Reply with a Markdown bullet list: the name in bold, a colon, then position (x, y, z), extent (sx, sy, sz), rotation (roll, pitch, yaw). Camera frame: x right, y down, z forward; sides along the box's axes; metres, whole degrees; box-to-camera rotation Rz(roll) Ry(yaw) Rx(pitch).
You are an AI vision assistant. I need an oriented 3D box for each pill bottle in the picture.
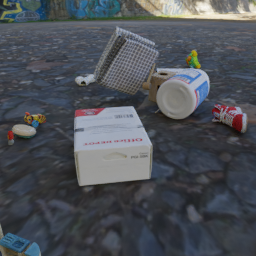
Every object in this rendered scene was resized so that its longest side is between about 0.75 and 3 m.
- **pill bottle**: position (2.298, -1.469, 10.949), extent (1.507, 1.507, 2.685), rotation (14, 29, 27)

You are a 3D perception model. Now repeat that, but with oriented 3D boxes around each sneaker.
- **sneaker**: position (-2.027, -2.343, 14.081), extent (1.198, 0.448, 0.597), rotation (-17, 47, -28)
- **sneaker**: position (3.436, -0.346, 9.603), extent (1.010, 0.640, 1.796), rotation (8, 19, 7)

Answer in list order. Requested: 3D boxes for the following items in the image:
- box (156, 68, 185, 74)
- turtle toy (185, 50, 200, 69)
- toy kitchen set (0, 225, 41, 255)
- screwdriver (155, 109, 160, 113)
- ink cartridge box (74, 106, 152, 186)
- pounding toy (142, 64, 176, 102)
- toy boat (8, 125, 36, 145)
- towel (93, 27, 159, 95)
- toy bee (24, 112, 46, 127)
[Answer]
- **box**: position (2.379, -2.590, 14.472), extent (1.750, 0.441, 2.425), rotation (1, 25, 2)
- **turtle toy**: position (3.938, -4.181, 17.254), extent (0.715, 1.031, 1.414), rotation (-18, 23, 12)
- **toy kitchen set**: position (-2.146, 2.096, 4.486), extent (1.259, 0.741, 1.008), rotation (10, 28, 20)
- **screwdriver**: position (1.437, -0.869, 11.175), extent (0.250, 0.240, 1.721), rotation (38, 35, 4)
- **ink cartridge box**: position (-0.510, 0.371, 7.664), extent (1.842, 1.040, 2.510), rotation (-4, 26, -8)
- **pounding toy**: position (1.340, -1.835, 11.551), extent (0.818, 1.571, 1.789), rotation (18, 31, 26)
- **toy boat**: position (-3.429, 0.205, 8.821), extent (0.785, 0.434, 0.934), rotation (15, 22, 19)
- **towel**: position (-0.043, -2.485, 10.924), extent (1.892, 2.285, 0.978), rotation (13, 33, -34)
- **toy bee**: position (-3.279, -0.297, 9.600), extent (0.691, 0.573, 1.055), rotation (8, 27, 13)
